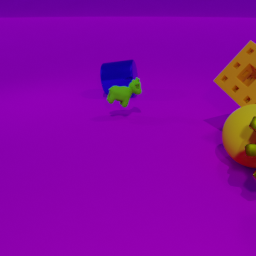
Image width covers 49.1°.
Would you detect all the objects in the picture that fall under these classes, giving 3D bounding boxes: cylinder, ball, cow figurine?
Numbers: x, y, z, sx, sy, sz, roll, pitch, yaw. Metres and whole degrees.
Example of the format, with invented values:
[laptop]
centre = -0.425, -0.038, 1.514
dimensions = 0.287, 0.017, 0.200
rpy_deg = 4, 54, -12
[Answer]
[cylinder]
centre = -0.292, -1.828, 10.110
dimensions = 1.146, 1.146, 1.146
rpy_deg = -4, 22, 12
[ball]
centre = 2.575, 0.160, 5.659
dimensions = 1.283, 1.283, 1.283
rpy_deg = 0, 24, 0
[cow figurine]
centre = -0.090, -1.080, 8.118
dimensions = 0.943, 0.928, 0.518
rpy_deg = 14, 16, -21

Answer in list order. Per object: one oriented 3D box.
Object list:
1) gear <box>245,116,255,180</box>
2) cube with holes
[gear]
centre = 2.760, 0.299, 4.205
dimensions = 1.821, 1.821, 0.337
rpy_deg = 12, 2, 25
[cube with holes]
centre = 3.158, -1.069, 6.799
dimensions = 1.230, 1.230, 1.230
rpy_deg = 18, 31, -44
